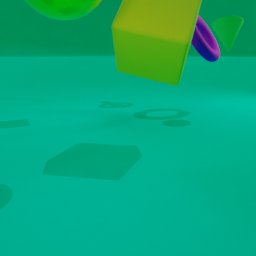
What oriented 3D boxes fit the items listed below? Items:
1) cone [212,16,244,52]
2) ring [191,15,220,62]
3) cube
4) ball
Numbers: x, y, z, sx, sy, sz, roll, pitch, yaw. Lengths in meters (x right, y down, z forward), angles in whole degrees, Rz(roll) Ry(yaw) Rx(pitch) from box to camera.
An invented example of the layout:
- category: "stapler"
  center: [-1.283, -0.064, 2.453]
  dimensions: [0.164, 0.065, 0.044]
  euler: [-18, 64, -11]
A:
- category: "cone"
  center: [2.943, -2.664, 8.229]
  dimensions: [0.880, 0.884, 0.880]
  euler: [0, -5, 0]
- category: "ring"
  center: [2.492, -3.119, 9.531]
  dimensions: [0.393, 1.967, 1.967]
  euler: [-31, -3, 34]
- category: "cube"
  center: [0.571, -1.873, 5.524]
  dimensions: [1.352, 1.352, 1.352]
  euler: [16, -22, 9]
- category: "ball"
  center: [-0.897, -2.169, 3.763]
  dimensions: [1.351, 1.351, 1.351]
  euler: [0, 16, 0]
